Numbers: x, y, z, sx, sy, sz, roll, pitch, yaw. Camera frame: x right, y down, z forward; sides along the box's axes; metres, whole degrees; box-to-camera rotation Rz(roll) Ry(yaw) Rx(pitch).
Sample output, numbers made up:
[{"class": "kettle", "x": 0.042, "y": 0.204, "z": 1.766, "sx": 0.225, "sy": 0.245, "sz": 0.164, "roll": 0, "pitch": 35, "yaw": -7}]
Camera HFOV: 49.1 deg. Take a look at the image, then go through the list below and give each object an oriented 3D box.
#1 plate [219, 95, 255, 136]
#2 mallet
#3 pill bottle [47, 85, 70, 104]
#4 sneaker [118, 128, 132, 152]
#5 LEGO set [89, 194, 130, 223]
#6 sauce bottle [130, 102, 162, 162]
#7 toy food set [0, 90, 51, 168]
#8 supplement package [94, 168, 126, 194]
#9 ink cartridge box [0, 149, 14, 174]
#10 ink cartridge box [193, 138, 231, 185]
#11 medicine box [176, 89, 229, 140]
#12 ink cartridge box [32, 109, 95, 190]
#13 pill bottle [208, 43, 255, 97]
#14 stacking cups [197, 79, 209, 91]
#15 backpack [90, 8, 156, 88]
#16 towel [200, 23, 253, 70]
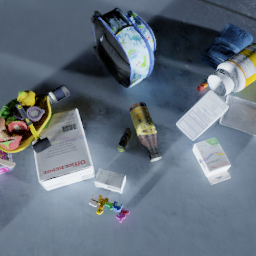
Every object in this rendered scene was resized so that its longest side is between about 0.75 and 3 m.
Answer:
[{"class": "plate", "x": 4.438, "y": -0.468, "z": 10.914, "sx": 1.520, "sy": 0.246, "sz": 1.517, "roll": 20, "pitch": 63, "yaw": 11}, {"class": "mallet", "x": -3.067, "y": -0.063, "z": 9.130, "sx": 0.581, "sy": 0.363, "sz": 1.766, "roll": -23, "pitch": 84, "yaw": -17}, {"class": "pill bottle", "x": -2.839, "y": -1.321, "z": 11.261, "sx": 0.901, "sy": 0.500, "sz": 0.500, "roll": -33, "pitch": 65, "yaw": -18}, {"class": "sneaker", "x": -0.106, "y": 0.394, "z": 10.326, "sx": 0.359, "sy": 0.393, "sz": 0.972, "roll": 14, "pitch": 61, "yaw": 8}, {"class": "LEGO set", "x": -0.695, "y": 2.589, "z": 8.959, "sx": 1.399, "sy": 0.534, "sz": 0.574, "roll": 21, "pitch": 58, "yaw": 13}, {"class": "sauce bottle", "x": 0.685, "y": 0.133, "z": 10.217, "sx": 0.717, "sy": 0.717, "sz": 2.173, "roll": -18, "pitch": 72, "yaw": -10}, {"class": "toy food set", "x": -3.829, "y": -0.187, "z": 9.324, "sx": 1.714, "sy": 0.951, "sz": 2.913, "roll": 19, "pitch": 69, "yaw": 27}, {"class": "supplement package", "x": -0.592, "y": 1.782, "z": 9.451, "sx": 0.935, "sy": 0.512, "sz": 0.532, "roll": 15, "pitch": 61, "yaw": 9}, {"class": "ink cartridge box", "x": -5.551, "y": 1.090, "z": 9.858, "sx": 2.730, "sy": 0.573, "sz": 1.629, "roll": -18, "pitch": 61, "yaw": -8}, {"class": "ink cartridge box", "x": 2.984, "y": 1.146, "z": 9.831, "sx": 0.853, "sy": 0.490, "sz": 1.456, "roll": -17, "pitch": 61, "yaw": -10}, {"class": "medicine box", "x": 2.607, "y": -0.415, "z": 9.754, "sx": 1.629, "sy": 1.484, "sz": 0.839, "roll": -45, "pitch": 78, "yaw": 13}, {"class": "ink cartridge box", "x": -2.294, "y": 0.727, "z": 9.767, "sx": 1.748, "sy": 1.013, "sz": 2.414, "roll": -15, "pitch": 61, "yaw": -9}, {"class": "pill bottle", "x": 4.425, "y": -2.266, "z": 11.207, "sx": 2.375, "sy": 1.319, "sz": 1.319, "roll": -34, "pitch": 65, "yaw": -13}, {"class": "stacking cups", "x": 3.323, "y": -1.896, "z": 11.704, "sx": 1.031, "sy": 0.312, "sz": 0.312, "roll": -37, "pitch": 66, "yaw": -19}, {"class": "backpack", "x": -0.018, "y": -3.178, "z": 11.235, "sx": 1.958, "sy": 2.438, "sz": 2.665, "roll": -29, "pitch": 69, "yaw": -15}, {"class": "towel", "x": 4.443, "y": -3.588, "z": 12.508, "sx": 1.423, "sy": 0.618, "sz": 2.548, "roll": 34, "pitch": 65, "yaw": 17}]
